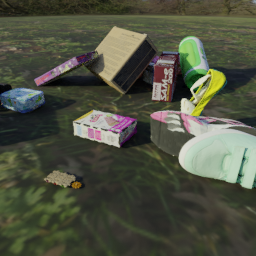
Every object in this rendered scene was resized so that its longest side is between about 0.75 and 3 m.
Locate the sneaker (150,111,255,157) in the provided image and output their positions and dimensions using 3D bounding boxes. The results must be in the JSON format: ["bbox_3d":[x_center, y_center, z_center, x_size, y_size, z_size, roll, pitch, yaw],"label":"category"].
[{"bbox_3d":[1.902,0.189,7.044,2.761,1.109,1.192,15,15,16],"label":"sneaker"}]

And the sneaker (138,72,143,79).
[{"bbox_3d":[0.456,-3.051,13.206,1.455,1.053,2.979,-3,27,-8],"label":"sneaker"}]

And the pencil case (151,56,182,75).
[{"bbox_3d":[2.025,-2.943,12.973,2.464,1.066,1.020,-15,28,-27],"label":"pencil case"}]

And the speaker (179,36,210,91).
[{"bbox_3d":[2.750,-2.740,11.711,1.115,1.115,2.522,0,50,1],"label":"speaker"}]

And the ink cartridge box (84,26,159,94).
[{"bbox_3d":[-0.367,-2.866,11.571,2.237,1.020,2.715,-50,38,0],"label":"ink cartridge box"}]

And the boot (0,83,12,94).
[{"bbox_3d":[-5.356,-1.372,9.459,2.048,0.701,1.928,6,17,8],"label":"boot"}]

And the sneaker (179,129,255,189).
[{"bbox_3d":[2.506,0.813,5.339,2.888,1.063,1.704,3,20,1],"label":"sneaker"}]

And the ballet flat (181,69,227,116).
[{"bbox_3d":[1.809,-0.738,7.445,0.637,1.899,0.634,31,13,-23],"label":"ballet flat"}]

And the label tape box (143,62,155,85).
[{"bbox_3d":[0.912,-2.442,12.246,0.376,0.816,1.139,-16,32,-28],"label":"label tape box"}]

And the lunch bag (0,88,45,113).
[{"bbox_3d":[-3.599,-0.984,9.636,1.315,0.542,1.057,12,31,24],"label":"lunch bag"}]

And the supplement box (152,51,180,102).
[{"bbox_3d":[1.510,-2.078,10.933,0.757,1.354,2.488,7,28,12],"label":"supplement box"}]

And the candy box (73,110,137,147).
[{"bbox_3d":[-0.620,-0.026,7.741,1.485,0.453,1.012,12,28,25],"label":"candy box"}]

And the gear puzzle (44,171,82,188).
[{"bbox_3d":[-1.332,1.126,5.930,0.802,0.105,0.416,13,27,19],"label":"gear puzzle"}]

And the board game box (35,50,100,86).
[{"bbox_3d":[-2.541,-2.480,11.631,2.531,0.409,1.519,-17,19,33],"label":"board game box"}]
